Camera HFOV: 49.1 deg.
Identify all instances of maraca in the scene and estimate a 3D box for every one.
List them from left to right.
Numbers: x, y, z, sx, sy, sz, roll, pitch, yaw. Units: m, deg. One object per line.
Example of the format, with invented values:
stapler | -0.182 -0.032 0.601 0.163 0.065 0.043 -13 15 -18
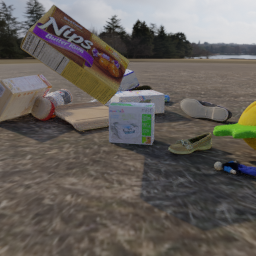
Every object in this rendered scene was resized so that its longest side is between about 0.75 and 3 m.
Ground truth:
maraca | 3.395 -0.042 6.587 2.835 1.517 1.944 -8 3 -21

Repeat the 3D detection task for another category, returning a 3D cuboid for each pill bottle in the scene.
pill bottle | -2.892 -1.108 11.488 0.828 0.828 1.422 3 17 10

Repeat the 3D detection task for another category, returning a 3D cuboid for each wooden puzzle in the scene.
wooden puzzle | -1.332 -0.426 9.993 2.128 0.428 2.300 -10 24 -32

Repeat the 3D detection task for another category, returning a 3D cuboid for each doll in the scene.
doll | 2.261 0.845 5.842 0.895 0.217 0.611 8 17 26

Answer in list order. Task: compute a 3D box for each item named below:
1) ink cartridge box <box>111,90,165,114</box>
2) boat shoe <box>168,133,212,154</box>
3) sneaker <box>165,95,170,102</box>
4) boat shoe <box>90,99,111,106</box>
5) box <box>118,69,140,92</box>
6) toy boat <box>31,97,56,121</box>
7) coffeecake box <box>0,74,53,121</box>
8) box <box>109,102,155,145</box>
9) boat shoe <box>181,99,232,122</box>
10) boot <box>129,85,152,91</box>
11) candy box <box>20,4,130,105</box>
ink cartridge box | 0.367 -1.033 11.240 1.887 0.799 1.363 -4 16 -17
boat shoe | 1.593 0.380 7.111 1.262 0.397 0.460 -6 17 -20
sneaker | 1.678 -1.431 13.274 0.609 0.439 1.160 3 16 9
boat shoe | -1.309 -1.254 12.440 1.310 0.559 0.484 -8 18 -26
box | -0.394 -2.515 15.398 1.522 0.868 1.655 -26 22 -8
toy boat | -2.989 -0.637 10.311 0.787 0.785 1.203 26 -3 -36
coffeecake box | -3.938 -1.133 10.272 0.704 1.478 1.926 47 30 7
box | 0.115 -0.151 7.740 1.209 1.067 0.585 4 16 10
boat shoe | 2.861 -0.632 10.322 1.964 0.656 0.560 21 14 41
boot | 0.462 -2.237 15.923 1.386 0.523 1.582 -5 16 -16
candy box | -1.370 -2.061 7.905 2.704 0.763 1.577 35 45 -17
